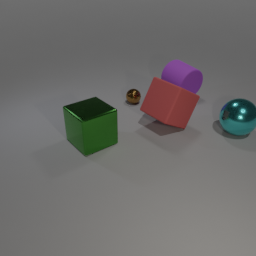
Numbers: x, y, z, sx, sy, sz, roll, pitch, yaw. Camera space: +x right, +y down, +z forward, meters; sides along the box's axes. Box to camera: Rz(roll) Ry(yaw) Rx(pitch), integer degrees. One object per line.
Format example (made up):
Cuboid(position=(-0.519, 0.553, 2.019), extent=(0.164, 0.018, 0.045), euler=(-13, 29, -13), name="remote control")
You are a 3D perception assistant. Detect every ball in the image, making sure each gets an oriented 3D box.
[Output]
Cuboid(position=(0.251, -1.469, 12.973), extent=(0.700, 0.700, 0.700), euler=(0, 31, 0), name="ball")
Cuboid(position=(4.142, -0.407, 10.471), extent=(1.400, 1.400, 1.400), euler=(0, 31, 0), name="ball")

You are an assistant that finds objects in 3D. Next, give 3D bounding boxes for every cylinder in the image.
Cuboid(position=(2.507, -2.299, 13.074), extent=(1.400, 1.400, 1.400), euler=(-18, 39, -27), name="cylinder")

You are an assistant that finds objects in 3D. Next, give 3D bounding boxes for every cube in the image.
Cuboid(position=(1.600, -0.954, 10.752), extent=(1.400, 1.400, 1.400), euler=(12, 16, -47), name="cube")
Cuboid(position=(-1.317, -0.103, 9.973), extent=(1.400, 1.400, 1.400), euler=(-21, 37, -32), name="cube")
